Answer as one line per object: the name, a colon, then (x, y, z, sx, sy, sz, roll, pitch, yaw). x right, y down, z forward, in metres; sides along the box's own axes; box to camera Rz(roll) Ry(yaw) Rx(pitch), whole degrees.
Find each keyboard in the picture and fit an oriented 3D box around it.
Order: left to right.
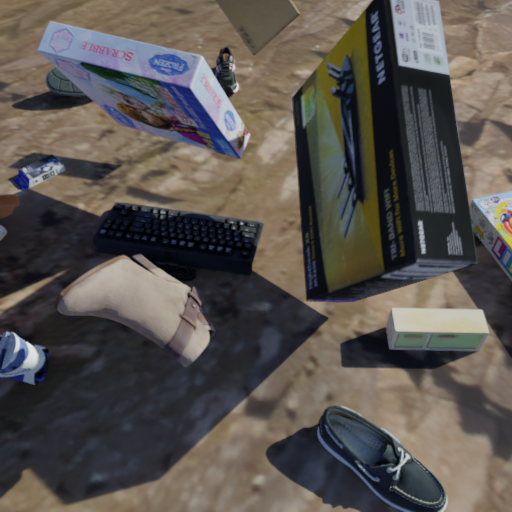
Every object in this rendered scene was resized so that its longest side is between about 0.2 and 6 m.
keyboard: (-1.678, -0.300, 11.797, 3.411, 0.438, 2.048, 8, 49, 8)

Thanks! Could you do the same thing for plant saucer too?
plant saucer: (-6.142, -0.762, 11.222, 2.685, 0.433, 2.685, -13, 7, 2)

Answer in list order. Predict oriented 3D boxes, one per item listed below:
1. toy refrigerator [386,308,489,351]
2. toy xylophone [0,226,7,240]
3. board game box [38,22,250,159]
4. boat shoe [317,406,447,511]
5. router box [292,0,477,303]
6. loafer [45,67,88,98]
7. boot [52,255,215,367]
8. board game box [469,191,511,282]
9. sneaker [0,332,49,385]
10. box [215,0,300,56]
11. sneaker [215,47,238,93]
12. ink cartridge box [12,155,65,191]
toy refrigerator: (3.266, 1.366, 10.188, 1.654, 0.628, 0.579, 2, 49, 1)
toy xylophone: (-5.877, 0.604, 10.412, 2.460, 0.844, 3.360, -6, 49, 16)
board game box: (-1.960, -3.044, 10.693, 3.070, 3.078, 0.633, 19, 83, 18)
boat shoe: (1.911, 3.131, 8.606, 2.225, 0.671, 0.841, 26, 54, 21)
router box: (1.873, -1.548, 9.445, 1.108, 3.337, 4.244, 2, 75, -21)
loafer: (-4.346, -4.971, 15.741, 2.916, 0.917, 1.048, -16, 86, -10)
boot: (-1.447, 0.824, 7.625, 1.700, 0.817, 2.326, 47, 24, 3)
board game box: (6.345, 0.061, 11.305, 2.519, 0.641, 3.747, -13, 50, -11)
sneaker: (-4.278, 1.860, 9.667, 1.954, 1.128, 0.789, -8, 59, 34)
box: (-0.026, -5.677, 12.614, 1.719, 1.405, 0.183, 56, 26, 1)
sneaker: (-0.912, -5.316, 15.960, 0.704, 0.757, 1.753, -7, 50, -5)
ink cartridge box: (-5.230, -2.003, 13.419, 1.134, 0.222, 0.564, -35, 58, -26)
